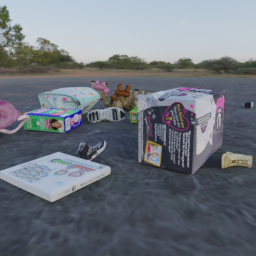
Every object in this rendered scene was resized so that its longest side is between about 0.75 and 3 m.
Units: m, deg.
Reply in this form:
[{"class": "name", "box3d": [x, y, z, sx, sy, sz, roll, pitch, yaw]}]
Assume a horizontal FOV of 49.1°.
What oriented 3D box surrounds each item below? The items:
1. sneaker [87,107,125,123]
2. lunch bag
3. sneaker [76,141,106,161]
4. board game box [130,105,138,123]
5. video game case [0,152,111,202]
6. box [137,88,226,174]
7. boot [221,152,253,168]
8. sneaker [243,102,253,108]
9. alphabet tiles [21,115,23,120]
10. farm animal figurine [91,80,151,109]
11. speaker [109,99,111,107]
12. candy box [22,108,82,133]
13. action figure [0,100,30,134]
[{"class": "sneaker", "box3d": [-1.024, -0.614, 12.990, 1.779, 0.668, 0.721, -2, 3, -17]}, {"class": "lunch bag", "box3d": [-2.784, -1.272, 13.844, 2.392, 1.458, 2.037, -1, 13, 23]}, {"class": "sneaker", "box3d": [-1.013, 0.530, 7.684, 0.873, 0.497, 0.329, -42, 26, -23]}, {"class": "board game box", "box3d": [1.324, -0.583, 12.358, 2.216, 0.528, 1.126, 8, 29, 26]}, {"class": "video game case", "box3d": [-1.716, 1.063, 6.679, 1.954, 0.231, 1.778, 10, 17, 36]}, {"class": "box", "box3d": [1.664, -0.138, 8.082, 1.657, 1.908, 2.888, 8, 16, 30]}, {"class": "boot", "box3d": [2.845, 0.876, 7.302, 0.707, 0.331, 0.909, 8, 12, 31]}, {"class": "sneaker", "box3d": [7.114, -1.368, 16.642, 0.362, 0.357, 0.911, 6, 3, 3]}, {"class": "alphabet tiles", "box3d": [-4.942, -0.524, 13.686, 1.002, 0.075, 1.025, 4, 14, 11]}, {"class": "farm animal figurine", "box3d": [-0.590, -1.596, 15.413, 2.925, 1.542, 2.958, 7, 6, -40]}, {"class": "speaker", "box3d": [-0.398, -1.585, 16.907, 1.525, 0.675, 0.675, -12, 18, -41]}, {"class": "candy box", "box3d": [-3.074, -0.358, 11.577, 1.872, 0.721, 1.583, 3, 15, 15]}, {"class": "action figure", "box3d": [-4.865, 0.056, 9.506, 2.063, 1.856, 2.771, 38, 12, -22]}]
